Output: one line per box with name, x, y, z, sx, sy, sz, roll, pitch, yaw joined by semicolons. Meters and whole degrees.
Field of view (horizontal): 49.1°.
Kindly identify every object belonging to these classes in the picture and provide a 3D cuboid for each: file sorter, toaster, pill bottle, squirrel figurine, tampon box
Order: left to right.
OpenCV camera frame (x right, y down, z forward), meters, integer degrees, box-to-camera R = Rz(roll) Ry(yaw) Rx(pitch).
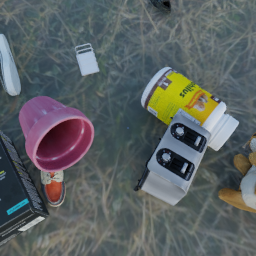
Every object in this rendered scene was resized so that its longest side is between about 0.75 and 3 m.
tampon box;-3.854;1.679;7.695;2.061;1.736;2.751;-30;70;-12
file sorter;-1.493;-2.499;10.144;0.645;0.579;0.929;-16;67;-7
toaster;1.241;0.993;7.946;1.271;2.141;1.936;29;62;9
pill bottle;1.920;-0.562;8.775;2.826;1.544;1.544;37;72;14
squirrel figurine;4.268;1.335;8.129;2.489;1.761;2.323;29;59;-3

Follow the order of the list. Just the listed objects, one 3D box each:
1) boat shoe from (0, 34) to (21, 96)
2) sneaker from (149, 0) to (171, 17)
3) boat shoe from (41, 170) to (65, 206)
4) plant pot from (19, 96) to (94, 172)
boat shoe;-4.468;-2.139;9.840;0.869;0.965;2.729;-21;61;-9
sneaker;1.314;-5.047;11.194;0.457;0.685;1.196;-30;68;-14
boat shoe;-2.278;1.334;8.435;0.702;0.617;1.973;-4;67;-15
plant pot;-2.134;0.016;7.823;1.848;1.848;1.654;-38;55;-15
